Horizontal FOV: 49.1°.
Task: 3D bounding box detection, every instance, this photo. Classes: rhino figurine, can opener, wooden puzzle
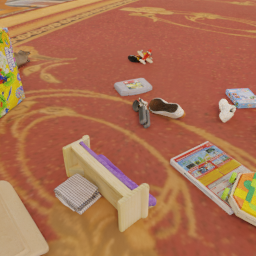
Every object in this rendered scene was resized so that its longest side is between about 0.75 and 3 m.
[{"bbox_3d":[-5.829,-3.466,14.270,1.100,0.752,2.515,22,37,11],"label":"rhino figurine"},{"bbox_3d":[0.528,-0.563,10.472,0.561,0.444,1.688,-37,30,19],"label":"can opener"},{"bbox_3d":[-3.515,2.482,6.019,2.821,0.525,2.610,-20,39,-34],"label":"wooden puzzle"}]

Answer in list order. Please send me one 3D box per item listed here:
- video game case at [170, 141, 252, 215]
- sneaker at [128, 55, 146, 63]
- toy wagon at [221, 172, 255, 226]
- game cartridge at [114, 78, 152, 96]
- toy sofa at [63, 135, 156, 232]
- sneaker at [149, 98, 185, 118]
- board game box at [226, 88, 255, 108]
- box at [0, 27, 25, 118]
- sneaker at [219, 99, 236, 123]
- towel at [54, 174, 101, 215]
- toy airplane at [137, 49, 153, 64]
[{"bbox_3d":[2.537,1.280,7.929,1.617,0.197,2.261,-21,41,-27],"label":"video game case"},{"bbox_3d":[0.502,-3.739,15.056,1.032,0.361,0.464,7,28,3],"label":"sneaker"},{"bbox_3d":[3.281,1.619,7.074,1.470,0.375,1.894,27,45,20],"label":"toy wagon"},{"bbox_3d":[0.248,-1.800,12.310,1.501,0.307,0.999,-14,41,-19],"label":"game cartridge"},{"bbox_3d":[-0.481,1.234,7.235,1.270,1.078,2.603,-26,43,-31],"label":"toy sofa"},{"bbox_3d":[1.453,-0.659,10.563,1.664,0.704,0.606,27,86,52],"label":"sneaker"},{"bbox_3d":[4.741,-1.241,11.517,0.985,0.238,1.302,-3,35,-4],"label":"board game box"},{"bbox_3d":[-5.469,-1.789,9.948,1.769,2.899,2.793,9,35,15],"label":"box"},{"bbox_3d":[3.732,-0.723,10.404,0.478,0.562,1.270,41,38,-19],"label":"sneaker"},{"bbox_3d":[-1.298,1.659,7.198,0.977,0.418,0.809,26,43,32],"label":"towel"},{"bbox_3d":[0.904,-3.749,14.738,0.764,0.767,0.541,-10,31,-1],"label":"toy airplane"}]
